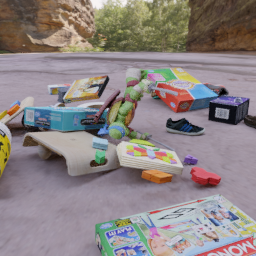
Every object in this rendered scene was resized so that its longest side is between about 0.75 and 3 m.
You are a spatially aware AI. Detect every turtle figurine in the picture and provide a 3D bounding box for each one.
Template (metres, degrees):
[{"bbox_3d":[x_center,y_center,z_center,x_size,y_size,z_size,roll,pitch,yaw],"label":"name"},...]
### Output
[{"bbox_3d":[0.464,-0.551,8.055,2.538,1.826,2.461,-19,38,21],"label":"turtle figurine"}]

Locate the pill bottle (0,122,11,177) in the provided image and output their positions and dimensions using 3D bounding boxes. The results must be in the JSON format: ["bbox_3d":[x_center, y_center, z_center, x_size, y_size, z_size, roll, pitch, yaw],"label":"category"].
[{"bbox_3d":[-3.300,0.579,6.206,1.215,1.215,2.125,-4,20,-12],"label":"pill bottle"}]

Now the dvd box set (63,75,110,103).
[{"bbox_3d":[-1.228,-1.155,8.288,1.237,0.182,0.905,-3,45,28],"label":"dvd box set"}]

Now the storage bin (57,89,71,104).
[{"bbox_3d":[-3.035,-1.545,13.429,0.615,0.567,0.845,-10,22,-26],"label":"storage bin"}]

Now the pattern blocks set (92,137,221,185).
[{"bbox_3d":[0.511,0.676,6.527,2.697,0.219,2.371,7,14,-19],"label":"pattern blocks set"}]

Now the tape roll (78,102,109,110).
[{"bbox_3d":[-1.203,-0.696,11.320,1.776,0.324,1.776,0,20,0],"label":"tape roll"}]

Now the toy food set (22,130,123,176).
[{"bbox_3d":[-1.427,0.624,7.175,1.660,0.699,2.313,-2,16,-45],"label":"toy food set"}]

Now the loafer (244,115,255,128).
[{"bbox_3d":[4.561,-0.243,9.706,0.517,0.505,1.417,-4,19,-13],"label":"loafer"}]

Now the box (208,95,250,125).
[{"bbox_3d":[3.880,-0.727,10.726,1.082,0.763,1.463,13,23,35],"label":"box"}]

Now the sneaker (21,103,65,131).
[{"bbox_3d":[-3.069,-0.496,10.188,1.057,0.683,1.949,6,23,11],"label":"sneaker"}]

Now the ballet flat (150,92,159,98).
[{"bbox_3d":[2.263,-2.136,14.470,2.726,0.890,0.961,-12,3,-37],"label":"ballet flat"}]

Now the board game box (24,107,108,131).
[{"bbox_3d":[-1.726,-0.330,8.965,1.818,0.565,2.408,9,8,37],"label":"board game box"}]

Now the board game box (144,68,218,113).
[{"bbox_3d":[2.315,-1.844,12.882,2.219,0.585,2.901,-10,40,-27],"label":"board game box"}]

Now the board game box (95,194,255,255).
[{"bbox_3d":[0.893,1.755,4.131,2.409,0.351,1.621,-7,20,-21],"label":"board game box"}]

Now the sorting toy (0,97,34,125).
[{"bbox_3d":[-3.920,-0.355,9.026,1.836,0.366,2.484,-34,23,-5],"label":"sorting toy"}]

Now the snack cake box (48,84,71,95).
[{"bbox_3d":[-3.714,-2.134,15.366,1.241,0.417,0.714,-8,19,-22],"label":"snack cake box"}]

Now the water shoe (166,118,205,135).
[{"bbox_3d":[1.889,-0.068,9.192,1.286,0.507,0.460,3,19,10],"label":"water shoe"}]

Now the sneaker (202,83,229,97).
[{"bbox_3d":[4.301,-1.882,14.270,1.857,0.716,0.760,-6,26,-14],"label":"sneaker"}]
